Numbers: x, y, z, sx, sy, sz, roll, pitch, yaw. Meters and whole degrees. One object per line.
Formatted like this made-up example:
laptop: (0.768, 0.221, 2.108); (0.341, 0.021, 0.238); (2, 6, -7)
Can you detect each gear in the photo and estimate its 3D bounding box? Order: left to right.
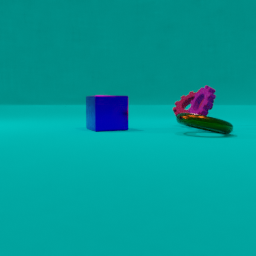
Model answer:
gear: (2.138, -0.747, 9.220); (1.313, 0.243, 1.313); (-24, 32, 16)
gear: (2.105, -0.695, 8.046); (0.195, 1.056, 1.056); (24, 0, -13)

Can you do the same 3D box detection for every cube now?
cube: (-0.630, -0.451, 8.279); (1.006, 1.006, 1.006); (-2, 6, -24)

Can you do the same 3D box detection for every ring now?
ring: (1.923, -0.116, 7.086); (1.422, 0.284, 1.422); (13, 0, 0)
